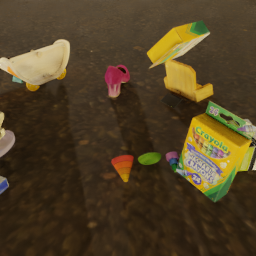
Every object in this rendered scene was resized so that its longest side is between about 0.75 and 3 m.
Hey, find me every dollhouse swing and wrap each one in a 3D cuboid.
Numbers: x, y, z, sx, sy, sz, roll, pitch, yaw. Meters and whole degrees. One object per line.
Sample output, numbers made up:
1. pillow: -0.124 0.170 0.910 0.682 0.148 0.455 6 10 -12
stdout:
1. dollhouse swing: 2.396 -2.041 10.998 1.477 1.429 1.625 -25 41 -32

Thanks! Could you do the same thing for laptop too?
1. laptop: 1.788 -1.039 10.758 0.764 0.443 0.716 -47 50 -12

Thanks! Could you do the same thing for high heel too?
1. high heel: -0.457 -2.429 11.675 0.899 1.280 2.669 7 35 10

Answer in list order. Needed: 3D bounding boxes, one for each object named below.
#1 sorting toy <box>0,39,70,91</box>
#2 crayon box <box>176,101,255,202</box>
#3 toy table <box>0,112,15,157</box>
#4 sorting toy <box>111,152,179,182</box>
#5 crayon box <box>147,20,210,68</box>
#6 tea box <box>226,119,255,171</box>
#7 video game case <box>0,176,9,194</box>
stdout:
1. sorting toy: -4.336 -2.818 12.277 2.593 1.539 2.881 19 39 38
2. crayon box: 1.955 0.562 6.534 0.520 2.018 1.269 -19 43 -36
3. toy table: -4.062 0.258 8.088 1.460 0.930 1.588 6 36 9
4. sorting toy: 0.507 1.050 7.436 1.841 0.638 0.634 -4 64 -11
5. crayon box: 1.439 -2.519 8.366 1.964 1.235 0.506 -32 89 -42
6. tea box: 2.966 0.473 7.817 1.264 0.859 1.285 -4 35 -5
7. video game case: -3.925 1.568 6.684 1.353 0.339 1.493 16 38 22
